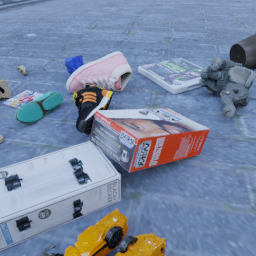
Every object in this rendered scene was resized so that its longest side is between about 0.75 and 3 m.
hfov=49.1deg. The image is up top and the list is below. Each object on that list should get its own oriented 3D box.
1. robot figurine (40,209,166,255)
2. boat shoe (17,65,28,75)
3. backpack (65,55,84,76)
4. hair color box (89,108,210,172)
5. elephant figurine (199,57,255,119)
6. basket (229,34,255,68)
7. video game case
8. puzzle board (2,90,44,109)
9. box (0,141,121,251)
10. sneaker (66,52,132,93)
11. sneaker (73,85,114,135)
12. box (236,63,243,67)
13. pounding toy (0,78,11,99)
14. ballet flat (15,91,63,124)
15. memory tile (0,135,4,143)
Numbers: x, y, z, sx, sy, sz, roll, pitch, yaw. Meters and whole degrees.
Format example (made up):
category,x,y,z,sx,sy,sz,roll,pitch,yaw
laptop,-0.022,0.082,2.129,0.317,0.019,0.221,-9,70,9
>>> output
category,x,y,z,sx,sy,sz,roll,pitch,yaw
robot figurine,-0.580,2.421,4.456,1.807,0.725,2.492,20,37,38
boat shoe,-4.740,-2.556,12.543,0.306,0.358,0.977,-21,28,-22
backpack,-2.299,-2.601,12.027,0.704,0.867,0.727,-6,18,29
hair color box,0.622,0.164,7.120,2.775,0.887,1.539,-7,30,-44
elephant figurine,3.746,-1.384,9.970,1.637,1.795,2.314,29,20,-47
basket,5.977,-3.598,13.081,2.110,1.435,1.903,-17,79,-14
video game case,2.161,-2.366,12.239,2.463,0.316,2.709,-17,37,-25
puzzle board,-3.900,-1.102,10.498,0.946,0.109,1.255,15,36,22
box,-1.654,1.321,6.136,2.694,0.810,1.571,-18,37,-24
sneaker,-1.009,-1.825,10.621,2.573,0.968,1.345,-30,63,-8
sneaker,-1.333,-0.674,8.860,1.160,0.902,2.579,24,30,2
box,4.561,-2.479,12.234,0.700,0.505,0.943,15,36,22
pounding toy,-4.979,-1.166,9.875,1.082,1.078,1.886,24,21,32
ballet flat,-3.066,-0.654,9.456,0.704,0.673,2.000,-6,24,39
memory tile,-4.323,0.662,7.770,1.264,0.138,1.649,2,33,2
